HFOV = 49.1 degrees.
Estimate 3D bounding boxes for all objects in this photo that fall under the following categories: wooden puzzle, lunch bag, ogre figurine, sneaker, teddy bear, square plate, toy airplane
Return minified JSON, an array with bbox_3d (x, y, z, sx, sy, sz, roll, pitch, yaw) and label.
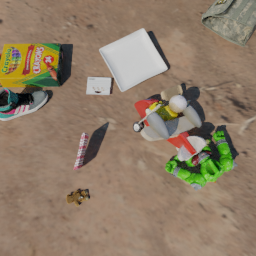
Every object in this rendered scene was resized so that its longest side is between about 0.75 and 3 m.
[{"bbox_3d":[1.767,-1.036,10.846,1.139,0.212,1.054,-25,102,-37],"label":"wooden puzzle"},{"bbox_3d":[4.670,-5.052,12.505,2.317,1.362,1.900,30,66,18],"label":"lunch bag"},{"bbox_3d":[2.634,1.213,9.761,2.403,1.179,1.441,-19,54,-21],"label":"ogre figurine"},{"bbox_3d":[-4.195,-1.119,10.744,2.092,1.263,0.875,-27,68,-12],"label":"sneaker"},{"bbox_3d":[-1.746,2.426,9.719,0.793,0.265,0.575,-27,76,-20],"label":"teddy bear"},{"bbox_3d":[0.210,-2.861,11.837,2.191,0.312,2.171,-27,78,-5],"label":"square plate"},{"bbox_3d":[1.587,-0.174,9.630,2.679,1.898,2.690,15,27,-10],"label":"toy airplane"}]

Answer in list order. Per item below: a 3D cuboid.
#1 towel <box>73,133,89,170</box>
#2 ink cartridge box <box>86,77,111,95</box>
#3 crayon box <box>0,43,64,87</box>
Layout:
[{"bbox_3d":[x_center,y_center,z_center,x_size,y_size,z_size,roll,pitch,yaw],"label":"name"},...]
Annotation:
[{"bbox_3d":[-1.651,0.812,9.851,0.198,0.967,1.322,13,85,-1],"label":"towel"},{"bbox_3d":[-1.200,-1.698,11.591,0.988,0.215,0.857,2,66,1],"label":"ink cartridge box"},{"bbox_3d":[-4.251,-2.618,11.731,2.870,0.729,1.822,-2,65,0],"label":"crayon box"}]
